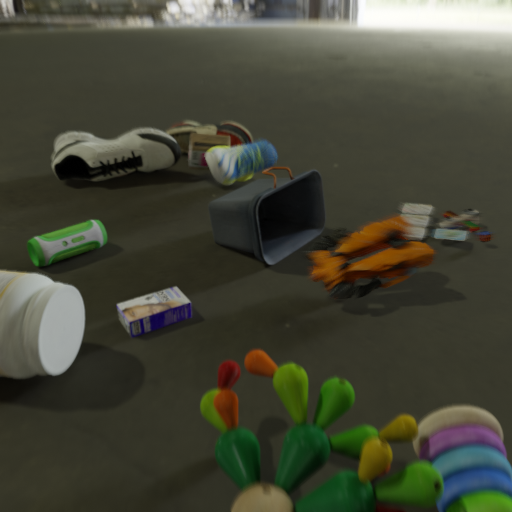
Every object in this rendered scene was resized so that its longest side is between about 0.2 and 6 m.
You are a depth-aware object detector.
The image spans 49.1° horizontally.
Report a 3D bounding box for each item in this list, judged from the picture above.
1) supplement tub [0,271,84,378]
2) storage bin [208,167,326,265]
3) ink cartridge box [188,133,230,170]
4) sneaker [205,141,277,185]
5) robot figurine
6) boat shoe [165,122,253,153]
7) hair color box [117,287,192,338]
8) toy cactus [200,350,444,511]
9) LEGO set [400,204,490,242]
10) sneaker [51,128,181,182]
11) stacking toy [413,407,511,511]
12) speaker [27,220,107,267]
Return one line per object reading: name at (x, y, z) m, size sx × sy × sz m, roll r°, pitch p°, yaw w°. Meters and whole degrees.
supplement tub at (-3.325, 0.847, 7.207) m, size 1.843 × 1.340 × 1.340 m, roll 5°, pitch 29°, yaw 10°
storage bin at (0.137, -0.892, 10.505) m, size 1.396 × 1.513 × 2.079 m, roll 9°, pitch 28°, yaw 37°
ink cartridge box at (-1.132, -2.454, 13.345) m, size 0.917 × 0.418 × 1.113 m, roll 2°, pitch -17°, yaw -8°
sneaker at (-0.259, -2.182, 12.286) m, size 1.210 × 0.873 × 2.305 m, roll -26°, pitch 3°, yaw 18°
robot figurine at (1.765, 0.072, 8.984) m, size 1.895 × 0.552 × 1.374 m, roll -21°, pitch 48°, yaw -6°
boat shoe at (-1.310, -3.041, 14.835) m, size 2.694 × 0.959 × 0.843 m, roll 16°, pitch 33°, yaw 32°
hair color box at (-1.512, 0.821, 8.340) m, size 0.974 × 0.316 × 0.533 m, roll -18°, pitch 34°, yaw -27°
toy cactus at (0.299, 2.113, 5.343) m, size 2.648 × 1.354 × 2.185 m, roll 19°, pitch 52°, yaw 27°
LEGO set at (3.690, -0.540, 11.013) m, size 1.738 × 0.427 × 1.298 m, roll 6°, pitch 35°, yaw 23°
sneaker at (-3.382, -2.272, 13.501) m, size 3.147 × 1.160 × 1.259 m, roll -4°, pitch 41°, yaw 3°
stacking toy at (2.038, 2.421, 4.979) m, size 0.891 × 0.891 × 2.088 m, roll 1°, pitch 35°, yaw 1°
speaker at (-3.375, -0.239, 10.048) m, size 1.298 × 0.574 × 0.574 m, roll -23°, pitch 36°, yaw -36°
